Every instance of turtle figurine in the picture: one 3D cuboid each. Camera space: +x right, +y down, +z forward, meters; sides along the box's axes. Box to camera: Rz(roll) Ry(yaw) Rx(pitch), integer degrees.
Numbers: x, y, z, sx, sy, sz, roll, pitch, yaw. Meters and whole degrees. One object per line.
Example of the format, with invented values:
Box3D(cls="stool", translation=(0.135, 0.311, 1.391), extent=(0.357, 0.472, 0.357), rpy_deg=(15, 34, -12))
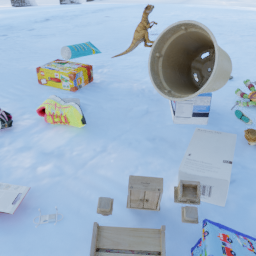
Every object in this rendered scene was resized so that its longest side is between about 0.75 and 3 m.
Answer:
Box3D(cls="turtle figurine", translation=(5.619, -1.719, 13.211), extent=(1.899, 1.367, 1.842), rpy_deg=(2, 27, -4))

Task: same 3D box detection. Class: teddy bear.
Box3D(cls="teddy bear", translation=(5.157, 0.483, 10.422), extent=(1.698, 0.567, 1.231), rpy_deg=(2, 37, -12))

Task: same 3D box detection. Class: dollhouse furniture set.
Box3D(cls="dollhouse furniture set", translation=(0.468, 2.781, 6.591), extent=(2.502, 1.433, 2.934), rpy_deg=(3, 56, 3))

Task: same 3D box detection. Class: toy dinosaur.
Box3D(cls="toy dinosaur", translation=(0.481, -3.587, 11.072), extent=(1.312, 2.471, 0.746), rpy_deg=(27, 19, -10))

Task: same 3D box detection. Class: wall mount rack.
Box3D(cls="wall mount rack", translation=(-2.120, 2.389, 7.356), extent=(0.792, 0.295, 0.688), rpy_deg=(-6, 32, -8))

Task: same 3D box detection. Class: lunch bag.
Box3D(cls="lunch bag", translation=(2.638, 3.143, 5.474), extent=(2.536, 1.193, 1.909), rpy_deg=(13, 29, 4))

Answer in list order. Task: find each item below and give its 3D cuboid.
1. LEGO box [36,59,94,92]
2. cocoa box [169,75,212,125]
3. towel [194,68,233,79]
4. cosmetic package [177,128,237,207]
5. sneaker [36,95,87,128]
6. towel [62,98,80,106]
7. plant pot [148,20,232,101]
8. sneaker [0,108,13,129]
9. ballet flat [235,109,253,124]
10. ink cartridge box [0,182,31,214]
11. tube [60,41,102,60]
Box3D(cls="LEGO box", translation=(-3.492, -2.991, 15.669), extent=(2.526, 0.975, 1.881), rpy_deg=(15, 34, 23))
Box3D(cls="cocoa box", translation=(2.690, -1.333, 12.407), extent=(1.502, 1.478, 2.252), rpy_deg=(1, 31, 2))
Box3D(cls="towel", translation=(4.892, -3.271, 16.751), extent=(2.004, 0.360, 2.082), rpy_deg=(-11, 32, -17))
Box3D(cls="cosmetic package", translation=(2.528, 1.091, 8.784), extent=(1.450, 1.042, 2.569), rpy_deg=(9, 33, 19))
Box3D(cls="sneaker", translation=(-2.813, -0.494, 11.659), extent=(2.683, 1.049, 1.211), rpy_deg=(21, 46, 38))
Box3D(cls="towel", translation=(-2.688, -1.077, 13.086), extent=(0.893, 0.382, 0.739), rpy_deg=(-2, 32, -6))
Box3D(cls="plant pot", translation=(2.240, -2.024, 9.093), extent=(2.372, 2.372, 2.171), rpy_deg=(27, 20, 37))
Box3D(cls="sneaker", translation=(-5.400, -0.465, 11.862), extent=(0.869, 0.809, 2.014), rpy_deg=(-4, 35, -33))
Box3D(cls="ballet flat", translation=(5.021, -0.452, 12.171), extent=(0.321, 0.347, 1.029), rpy_deg=(18, 26, -27))
Box3D(cls="ink cartridge box", translation=(-3.811, 2.026, 7.783), extent=(1.959, 0.493, 1.067), rpy_deg=(6, 31, 8))
Box3D(cls="tube", translation=(-2.034, -3.413, 12.278), extent=(0.853, 0.555, 2.204), rpy_deg=(47, 34, 4))
